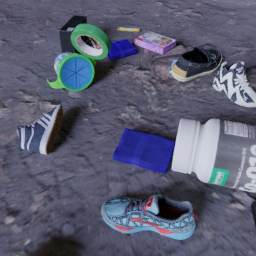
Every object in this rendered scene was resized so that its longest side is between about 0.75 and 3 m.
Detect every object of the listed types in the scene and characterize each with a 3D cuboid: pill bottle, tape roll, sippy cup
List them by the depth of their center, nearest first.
[{"bbox_3d":[-0.821,-1.898,6.214,0.883,0.883,0.212,15,67,16],"label":"tape roll"},{"bbox_3d":[2.585,0.655,6.794,2.833,1.602,1.602,10,43,12],"label":"pill bottle"},{"bbox_3d":[-2.069,-2.164,10.205,1.734,1.361,1.271,-7,29,-30],"label":"sippy cup"}]

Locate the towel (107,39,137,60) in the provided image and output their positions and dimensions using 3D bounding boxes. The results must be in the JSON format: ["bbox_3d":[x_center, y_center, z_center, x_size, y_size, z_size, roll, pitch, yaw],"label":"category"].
[{"bbox_3d":[-0.374,-3.417,12.019,1.302,0.323,0.962,-20,62,-25],"label":"towel"}]

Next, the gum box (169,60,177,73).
[{"bbox_3d":[2.085,-2.424,11.204,0.687,0.180,0.808,13,44,14],"label":"gum box"}]

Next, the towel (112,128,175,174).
[{"bbox_3d":[0.454,0.641,7.757,1.541,0.382,1.138,14,51,15],"label":"towel"}]

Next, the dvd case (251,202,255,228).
[{"bbox_3d":[3.741,2.787,5.453,2.041,0.251,2.861,4,43,4],"label":"dvd case"}]

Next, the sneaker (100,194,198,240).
[{"bbox_3d":[0.432,1.724,6.051,2.104,1.005,0.834,5,43,5],"label":"sneaker"}]

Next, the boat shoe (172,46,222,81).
[{"bbox_3d":[2.799,-2.639,10.766,2.880,0.896,1.074,-28,58,-36],"label":"boat shoe"}]

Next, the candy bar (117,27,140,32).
[{"bbox_3d":[0.049,-4.927,13.987,1.127,0.125,0.281,5,43,6],"label":"candy bar"}]

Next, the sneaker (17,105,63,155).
[{"bbox_3d":[-2.588,-0.055,8.268,1.012,0.654,1.865,5,46,3],"label":"sneaker"}]

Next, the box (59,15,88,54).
[{"bbox_3d":[-2.316,-3.984,12.162,0.663,1.187,1.681,9,43,10],"label":"box"}]

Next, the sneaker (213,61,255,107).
[{"bbox_3d":[3.823,-1.604,9.523,0.759,1.238,1.902,-22,47,-22],"label":"sneaker"}]

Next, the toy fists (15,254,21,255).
[{"bbox_3d":[-1.500,3.205,4.545,2.571,0.884,1.311,22,48,21],"label":"toy fists"}]

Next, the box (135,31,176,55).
[{"bbox_3d":[1.238,-3.881,12.700,1.566,0.306,1.071,29,50,28],"label":"box"}]

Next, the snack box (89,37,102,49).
[{"bbox_3d":[-1.309,-3.979,12.854,0.672,0.227,1.870,-10,44,-15],"label":"snack box"}]
